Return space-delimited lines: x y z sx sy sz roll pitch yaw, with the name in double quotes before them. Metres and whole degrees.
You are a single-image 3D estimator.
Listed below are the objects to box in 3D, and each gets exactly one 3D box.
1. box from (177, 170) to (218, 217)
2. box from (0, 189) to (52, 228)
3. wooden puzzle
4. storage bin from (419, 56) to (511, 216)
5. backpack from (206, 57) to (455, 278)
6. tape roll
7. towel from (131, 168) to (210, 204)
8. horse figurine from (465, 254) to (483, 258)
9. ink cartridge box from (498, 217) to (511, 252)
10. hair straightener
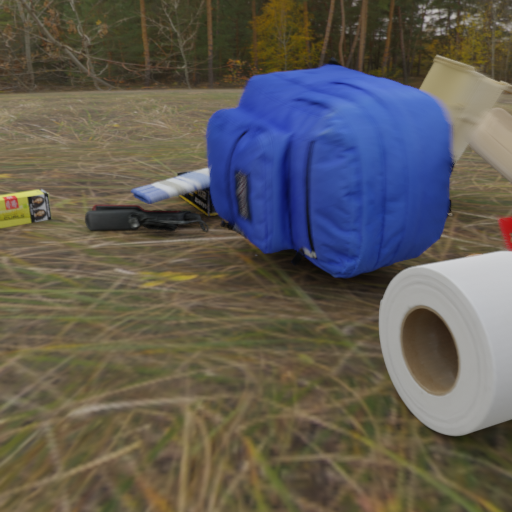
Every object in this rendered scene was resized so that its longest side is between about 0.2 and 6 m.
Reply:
"box" -0.370 -1.765 14.382 2.799 0.691 2.235 -10 25 -25
"box" -5.522 -1.005 12.426 1.781 0.670 0.446 -13 25 -34
"wooden puzzle" 4.055 -1.338 8.388 1.950 0.392 2.107 43 38 6
"storage bin" 4.603 -2.989 13.584 1.441 3.075 3.052 23 23 -11
"backpack" 1.180 -1.336 9.775 3.349 3.243 3.992 -22 33 -21
"tape roll" 2.297 0.889 5.946 1.209 1.761 1.761 -9 23 -23
"towel" -1.587 -1.613 12.760 2.271 0.270 1.668 -20 20 -21
"horse figurine" 3.846 0.334 9.188 1.245 0.469 1.879 -17 26 -39
"ink cartridge box" 5.441 -0.462 10.203 1.701 0.988 0.572 -10 -16 -8
"hair straightener" -2.359 -0.671 11.949 2.680 0.548 1.031 6 22 4
